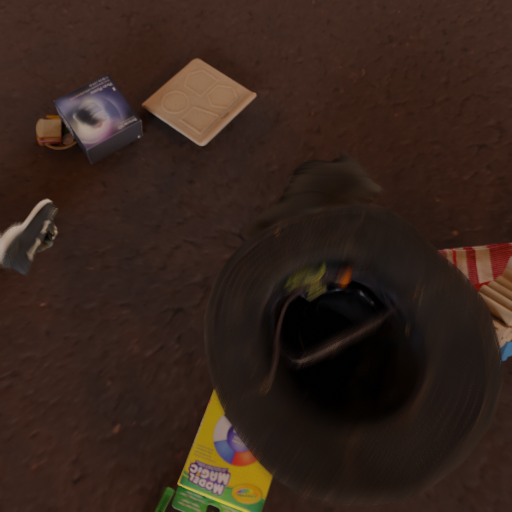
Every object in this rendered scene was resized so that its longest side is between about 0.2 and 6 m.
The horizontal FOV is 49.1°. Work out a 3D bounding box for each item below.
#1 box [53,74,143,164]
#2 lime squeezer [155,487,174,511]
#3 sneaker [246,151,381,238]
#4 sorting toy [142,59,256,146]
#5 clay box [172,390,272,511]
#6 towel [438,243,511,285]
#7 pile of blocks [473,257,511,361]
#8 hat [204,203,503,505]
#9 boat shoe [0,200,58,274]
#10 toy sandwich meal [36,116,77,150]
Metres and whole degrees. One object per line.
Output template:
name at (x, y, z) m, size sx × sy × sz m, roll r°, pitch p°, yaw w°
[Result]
box at (-2.988, -2.619, 10.717) m, size 1.190 × 0.733 × 1.180 m, roll -34°, pitch 84°, yaw -15°
lime squeezer at (-1.793, 4.275, 7.499) m, size 0.453 × 0.848 × 2.402 m, roll 12°, pitch 33°, yaw 17°
sneaker at (0.851, -0.979, 9.601) m, size 2.647 × 1.005 × 1.201 m, roll -26°, pitch 78°, yaw -30°
sorting toy at (-1.150, -3.106, 11.351) m, size 1.787 × 0.326 × 1.654 m, roll 34°, pitch 69°, yaw 20°
clay box at (-0.282, 2.801, 8.237) m, size 1.241 × 0.514 × 2.160 m, roll 21°, pitch 65°, yaw -1°
towel at (3.776, 0.338, 9.511) m, size 1.532 × 0.174 × 1.104 m, roll -6°, pitch 63°, yaw 14°
pile of blocks at (3.501, 1.147, 8.880) m, size 3.307 × 1.358 × 1.028 m, roll -33°, pitch 42°, yaw -14°
hat at (1.308, 1.405, 8.239) m, size 4.178 × 1.685 × 4.178 m, roll -6°, pitch 68°, yaw 14°
boat shoe at (-3.730, -0.310, 9.450) m, size 0.607 × 0.761 × 2.013 m, roll 30°, pitch 30°, yaw -11°
toy sandwich meal at (-3.878, -2.478, 11.013) m, size 0.902 × 0.309 × 0.902 m, roll 0°, pitch 64°, yaw 0°
